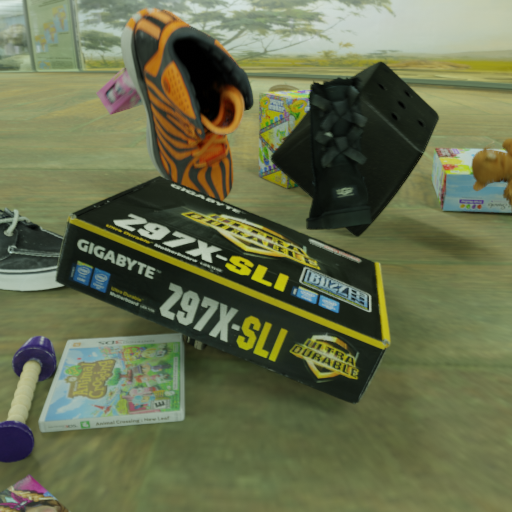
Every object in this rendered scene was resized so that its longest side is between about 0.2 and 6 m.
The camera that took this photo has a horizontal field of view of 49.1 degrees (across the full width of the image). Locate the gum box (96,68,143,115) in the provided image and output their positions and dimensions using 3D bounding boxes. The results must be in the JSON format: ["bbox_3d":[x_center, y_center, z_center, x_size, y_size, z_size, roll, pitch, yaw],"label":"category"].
[{"bbox_3d":[-2.133,-3.050,10.055,0.787,0.459,1.387,-28,10,36],"label":"gum box"}]

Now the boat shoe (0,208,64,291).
[{"bbox_3d":[-3.468,-0.192,7.645,2.821,0.956,1.012,5,23,12],"label":"boat shoe"}]

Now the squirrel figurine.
[{"bbox_3d":[3.506,-1.082,7.420,1.152,0.874,1.235,0,47,-11],"label":"squirrel figurine"}]

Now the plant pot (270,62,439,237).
[{"bbox_3d":[1.763,-1.866,9.031,1.957,1.736,1.952,41,47,-7],"label":"plant pot"}]

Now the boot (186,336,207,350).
[{"bbox_3d":[-1.024,0.365,6.246,1.256,0.610,1.668,17,25,-10],"label":"boot"}]

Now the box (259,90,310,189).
[{"bbox_3d":[1.182,-2.639,12.329,1.952,1.880,1.191,-12,26,-28],"label":"box"}]

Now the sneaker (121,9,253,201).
[{"bbox_3d":[-0.739,-1.654,7.501,1.176,3.030,1.698,-38,46,-15],"label":"sneaker"}]

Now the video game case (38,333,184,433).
[{"bbox_3d":[-1.318,1.170,5.430,1.232,0.149,1.353,-3,23,-6],"label":"video game case"}]

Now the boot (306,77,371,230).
[{"bbox_3d":[0.975,-1.199,7.091,0.777,1.721,2.100,-7,1,0],"label":"boot"}]

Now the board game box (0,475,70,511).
[{"bbox_3d":[-1.441,2.155,2.714,1.872,0.408,1.881,18,29,35],"label":"board game box"}]

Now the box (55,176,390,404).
[{"bbox_3d":[-0.161,0.147,5.791,2.928,0.723,2.338,22,20,4],"label":"box"}]

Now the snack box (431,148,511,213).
[{"bbox_3d":[4.609,-1.530,11.062,1.998,0.802,2.369,4,24,12],"label":"snack box"}]

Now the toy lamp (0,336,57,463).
[{"bbox_3d":[-2.067,1.205,5.050,0.426,0.426,1.463,-4,25,-10],"label":"toy lamp"}]

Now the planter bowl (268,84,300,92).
[{"bbox_3d":[0.999,-5.335,19.826,1.336,0.899,1.336,5,47,-6],"label":"planter bowl"}]
